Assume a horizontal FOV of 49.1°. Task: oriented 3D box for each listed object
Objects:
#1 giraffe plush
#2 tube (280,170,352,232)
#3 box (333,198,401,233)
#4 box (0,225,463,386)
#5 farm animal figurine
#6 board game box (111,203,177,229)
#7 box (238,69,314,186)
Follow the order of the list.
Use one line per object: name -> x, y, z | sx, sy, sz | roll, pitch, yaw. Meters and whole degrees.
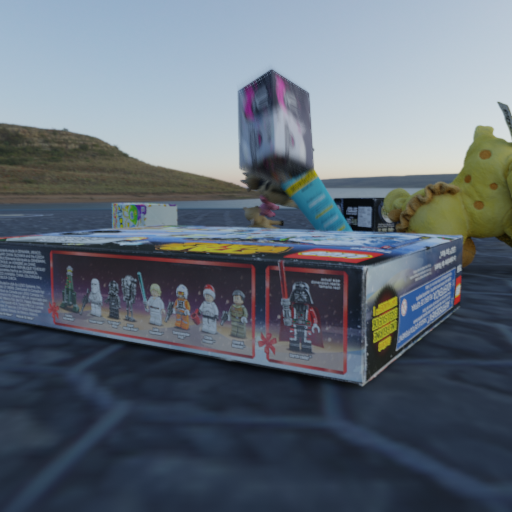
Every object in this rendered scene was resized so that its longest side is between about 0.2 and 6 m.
giraffe plush -> 2.899, -0.534, 7.564 | 1.921, 2.369, 2.044 | -32, 15, 8
tube -> 1.030, -0.934, 9.777 | 0.732, 1.891, 0.477 | -37, 5, -9
box -> 3.414, -1.081, 15.179 | 1.886, 0.992, 2.303 | -1, 6, -18
box -> -0.305, 0.162, 4.811 | 3.548, 0.708, 2.429 | 4, 7, 32
farm animal figurine -> 0.218, -1.207, 10.698 | 1.010, 1.937, 1.915 | 7, -1, -22
board game box -> -2.700, -0.825, 13.424 | 0.877, 0.862, 1.673 | -5, 8, -40
box -> 0.303, -2.024, 8.921 | 0.830, 1.447, 0.956 | -20, -26, 41
